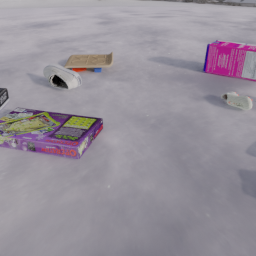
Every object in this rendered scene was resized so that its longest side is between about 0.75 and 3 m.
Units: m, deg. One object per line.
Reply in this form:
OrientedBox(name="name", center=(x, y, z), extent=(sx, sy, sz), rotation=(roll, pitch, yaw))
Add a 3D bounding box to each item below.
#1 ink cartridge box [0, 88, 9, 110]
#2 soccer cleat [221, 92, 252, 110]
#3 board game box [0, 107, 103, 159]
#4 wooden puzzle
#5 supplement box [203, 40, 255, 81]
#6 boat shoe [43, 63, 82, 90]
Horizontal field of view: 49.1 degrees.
OrientedBox(name="ink cartridge box", center=(-5.274, -0.521, 8.199), extent=(2.644, 0.621, 2.613), rotation=(2, 31, -2))
OrientedBox(name="soccer cleat", center=(3.514, -0.863, 9.072), extent=(0.517, 0.462, 1.334), rotation=(-10, 22, -7))
OrientedBox(name="board game box", center=(-2.207, 0.063, 7.383), extent=(2.727, 0.440, 1.637), rotation=(8, 25, 15))
OrientedBox(name="wooden puzzle", center=(-1.774, -3.010, 13.046), extent=(2.228, 0.516, 2.064), rotation=(-5, 28, 0))
OrientedBox(name="supplement box", center=(4.698, -2.930, 12.041), extent=(2.474, 1.278, 1.252), rotation=(19, 32, 28))
OrientedBox(name="boat shoe", center=(-2.682, -1.876, 10.662), extent=(2.154, 0.775, 0.708), rotation=(25, 48, 34))
